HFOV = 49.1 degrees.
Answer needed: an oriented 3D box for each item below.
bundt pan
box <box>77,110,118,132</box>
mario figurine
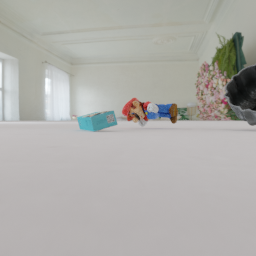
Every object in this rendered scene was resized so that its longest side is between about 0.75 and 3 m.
[{"bbox_3d":[3.622,-0.828,7.081,2.167,0.813,2.167,-21,36,16],"label":"bundt pan"},{"bbox_3d":[-0.800,-0.179,6.894,0.590,0.352,1.434,-17,8,-22],"label":"box"},{"bbox_3d":[0.602,-0.358,8.362,1.679,1.036,0.890,5,29,20],"label":"mario figurine"}]
